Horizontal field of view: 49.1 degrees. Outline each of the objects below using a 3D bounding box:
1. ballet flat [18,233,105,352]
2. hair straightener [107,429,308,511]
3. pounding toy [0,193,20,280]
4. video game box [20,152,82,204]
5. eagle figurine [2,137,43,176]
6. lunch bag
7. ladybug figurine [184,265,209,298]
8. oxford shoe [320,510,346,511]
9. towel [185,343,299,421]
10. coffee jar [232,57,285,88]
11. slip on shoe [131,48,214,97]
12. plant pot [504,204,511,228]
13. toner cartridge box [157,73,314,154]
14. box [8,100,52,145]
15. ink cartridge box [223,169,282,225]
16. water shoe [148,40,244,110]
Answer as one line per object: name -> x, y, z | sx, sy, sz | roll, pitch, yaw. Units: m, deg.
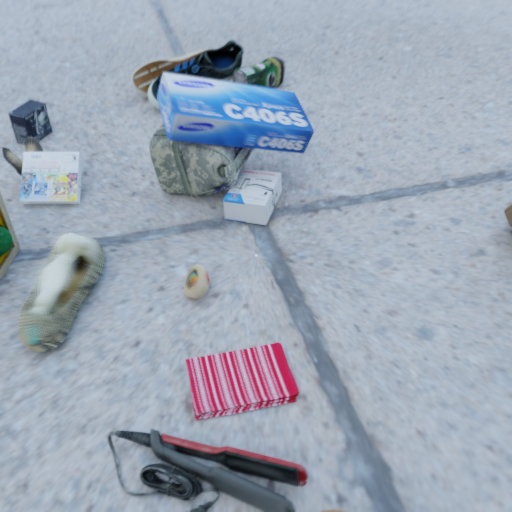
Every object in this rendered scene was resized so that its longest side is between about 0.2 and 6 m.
ballet flat -> -3.066, 0.283, 9.034 | 0.917, 1.018, 2.703 | 10, 41, -3
hair straightener -> -0.722, 2.652, 6.691 | 2.543, 0.520, 0.978 | 13, 43, 15
pounding toy -> -4.917, -0.186, 8.424 | 1.310, 2.515, 2.862 | 4, 41, 4
video game box -> -4.136, -1.571, 11.337 | 1.154, 0.270, 1.051 | 0, 77, -1
eagle figurine -> -4.760, -1.893, 11.616 | 0.701, 0.929, 0.705 | -2, 35, 7
lunch bag -> -0.947, -2.194, 11.437 | 1.750, 1.454, 2.086 | 3, 38, 21
ladybug figurine -> -0.975, 0.438, 9.325 | 0.275, 0.519, 0.765 | 33, 17, -26
oxford shoe -> 1.814, 3.363, 5.501 | 2.972, 1.059, 1.060 | 15, 42, 14
towel -> -0.217, 1.751, 8.010 | 1.480, 0.166, 1.070 | -9, 41, -9
coffee jar -> 0.097, -4.825, 15.108 | 1.513, 0.789, 0.645 | -30, 54, -31
slip on shoe -> -2.173, -4.961, 15.278 | 2.675, 1.017, 0.810 | -29, 14, -21
plant pot -> 5.812, -0.709, 9.514 | 2.709, 2.709, 1.250 | -14, 78, -15
toner cartridge box -> -0.387, -2.700, 10.711 | 2.777, 0.600, 1.319 | 0, 48, -25
box -> -5.288, -3.118, 13.150 | 0.488, 0.774, 0.787 | 16, 44, 17
ink cartridge box -> -0.055, -1.194, 11.115 | 0.868, 0.501, 1.189 | 8, 42, 15
water shoe -> -1.571, -4.762, 14.416 | 2.818, 1.112, 1.008 | -36, 85, -23
